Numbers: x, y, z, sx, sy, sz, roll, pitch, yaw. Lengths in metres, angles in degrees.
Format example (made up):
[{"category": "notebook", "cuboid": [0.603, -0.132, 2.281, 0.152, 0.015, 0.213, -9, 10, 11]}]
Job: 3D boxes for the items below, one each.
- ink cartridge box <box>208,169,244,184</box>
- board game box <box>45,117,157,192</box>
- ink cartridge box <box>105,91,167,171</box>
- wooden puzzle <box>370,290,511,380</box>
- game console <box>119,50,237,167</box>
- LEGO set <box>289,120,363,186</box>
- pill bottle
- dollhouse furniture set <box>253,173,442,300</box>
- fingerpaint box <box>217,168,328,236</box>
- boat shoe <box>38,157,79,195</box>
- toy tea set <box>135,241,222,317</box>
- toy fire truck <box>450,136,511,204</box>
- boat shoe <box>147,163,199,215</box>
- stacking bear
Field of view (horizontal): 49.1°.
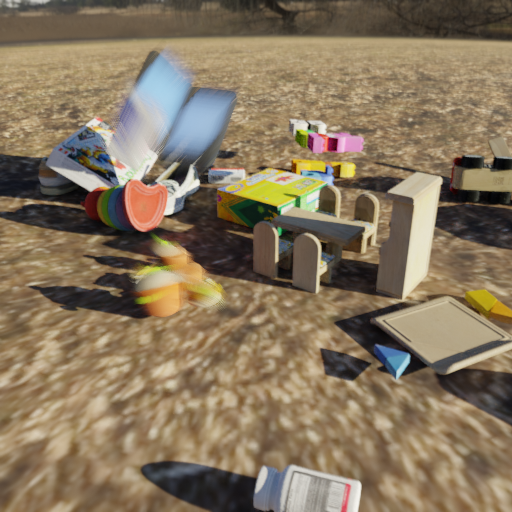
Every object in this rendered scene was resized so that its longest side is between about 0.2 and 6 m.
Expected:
[{"category": "ink cartridge box", "cuboid": [-0.696, -2.007, 13.397, 0.832, 0.246, 1.040, 0, 28, 0]}, {"category": "board game box", "cuboid": [-3.329, -2.147, 12.518, 1.712, 0.469, 2.712, 31, 25, -12]}, {"category": "ink cartridge box", "cuboid": [-1.863, -1.957, 8.754, 0.565, 1.193, 0.221, 31, 33, -10]}, {"category": "wooden puzzle", "cuboid": [2.489, 1.029, 7.371, 2.375, 0.278, 1.602, -9, 24, -18]}, {"category": "game console", "cuboid": [-1.401, -2.791, 10.550, 1.599, 1.108, 1.873, 10, 64, 13]}, {"category": "LEGO set", "cuboid": [1.664, -2.270, 12.856, 1.437, 1.336, 3.503, 1, 20, -5]}, {"category": "pill bottle", "cuboid": [0.443, 2.124, 4.894, 0.878, 0.486, 0.486, 9, 28, 15]}, {"category": "dollhouse furniture set", "cuboid": [1.471, -0.568, 8.963, 2.471, 1.642, 2.166, 18, 32, 31]}, {"category": "fingerpaint box", "cuboid": [0.337, -1.108, 11.148, 1.473, 0.647, 1.765, 19, 32, 31]}, {"category": "boat shoe", "cuboid": [-4.121, -2.122, 12.996, 0.862, 0.789, 2.307, 8, 26, 15]}, {"category": "toy tea set", "cuboid": [-1.288, 0.216, 8.295, 1.095, 0.682, 1.842, -17, 26, -20]}, {"category": "toy fire truck", "cuboid": [5.194, -1.961, 12.429, 1.751, 1.280, 1.989, 3, 16, 8]}, {"category": "boat shoe", "cuboid": [-1.811, -1.470, 11.775, 0.843, 0.734, 2.288, 8, 28, 16]}, {"category": "stacking bear", "cuboid": [-2.618, -0.956, 10.631, 1.639, 0.932, 0.995, 7, 1, 38]}]
